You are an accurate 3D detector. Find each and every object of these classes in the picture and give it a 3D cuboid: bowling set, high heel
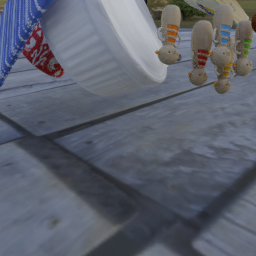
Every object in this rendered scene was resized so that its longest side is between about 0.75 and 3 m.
[{"bbox_3d":[1.633,-1.323,4.701,2.180,1.171,1.518,7,-2,-36],"label":"bowling set"},{"bbox_3d":[0.869,-2.446,9.749,1.299,0.651,1.822,11,16,38],"label":"high heel"}]

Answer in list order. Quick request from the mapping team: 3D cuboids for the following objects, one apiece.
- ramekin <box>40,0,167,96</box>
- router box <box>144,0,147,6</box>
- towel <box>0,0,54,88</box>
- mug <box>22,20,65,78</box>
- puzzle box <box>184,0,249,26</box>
[{"bbox_3d":[-0.442,-1.942,5.473,1.340,2.878,2.878,-21,15,25],"label":"ramekin"},{"bbox_3d":[0.038,-4.076,9.143,0.397,1.158,1.553,-28,56,-19],"label":"router box"},{"bbox_3d":[-1.993,-2.037,5.207,0.349,2.923,2.116,15,50,-36],"label":"towel"},{"bbox_3d":[-1.715,-2.967,7.866,1.724,2.584,2.294,26,26,-42],"label":"mug"},{"bbox_3d":[1.828,-3.269,6.901,1.826,0.349,2.745,38,22,26],"label":"puzzle box"}]
